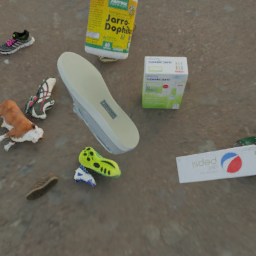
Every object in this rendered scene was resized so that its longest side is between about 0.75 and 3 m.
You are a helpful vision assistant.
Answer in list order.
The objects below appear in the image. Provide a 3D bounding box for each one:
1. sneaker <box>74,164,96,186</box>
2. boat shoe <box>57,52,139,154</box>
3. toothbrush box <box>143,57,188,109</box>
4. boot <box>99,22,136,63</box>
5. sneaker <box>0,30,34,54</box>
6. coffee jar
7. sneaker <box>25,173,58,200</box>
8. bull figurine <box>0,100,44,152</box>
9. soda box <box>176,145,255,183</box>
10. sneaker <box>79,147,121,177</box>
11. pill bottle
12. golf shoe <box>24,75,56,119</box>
[{"bbox_3d":[-1.571,1.773,9.827,0.549,0.384,0.951,-37,58,-17],"label":"sneaker"},{"bbox_3d":[-0.939,-0.521,7.235,2.953,1.052,1.030,54,46,-2],"label":"boat shoe"},{"bbox_3d":[1.371,-1.715,10.952,1.549,2.128,0.916,2,57,0],"label":"toothbrush box"},{"bbox_3d":[-0.459,-4.091,13.344,1.844,0.696,2.105,-9,56,10],"label":"boot"},{"bbox_3d":[-5.369,-4.145,13.287,1.754,0.767,0.647,-29,62,-17],"label":"sneaker"},{"bbox_3d":[5.187,0.715,10.052,2.476,1.056,1.291,-17,60,-11],"label":"coffee jar"},{"bbox_3d":[-3.008,2.021,9.692,1.209,0.426,0.457,-32,42,-20],"label":"sneaker"},{"bbox_3d":[-4.332,-0.043,10.686,1.482,0.795,2.441,-35,64,-20],"label":"bull figurine"},{"bbox_3d":[2.441,0.980,7.464,2.162,0.688,0.736,-13,77,27],"label":"soda box"},{"bbox_3d":[-1.027,1.297,9.936,1.890,0.790,0.700,26,73,36],"label":"sneaker"},{"bbox_3d":[-0.571,-4.175,10.260,1.691,2.999,1.691,10,18,-3],"label":"pill bottle"},{"bbox_3d":[-3.431,-1.271,11.617,0.917,0.804,2.082,30,58,-10],"label":"golf shoe"}]
